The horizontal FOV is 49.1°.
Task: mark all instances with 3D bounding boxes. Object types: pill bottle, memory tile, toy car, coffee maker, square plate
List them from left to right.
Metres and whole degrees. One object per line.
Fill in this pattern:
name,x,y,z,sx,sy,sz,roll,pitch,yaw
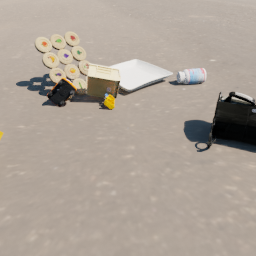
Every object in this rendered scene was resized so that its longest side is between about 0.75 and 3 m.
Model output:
memory tile,-2.169,-2.337,10.253,1.866,2.434,0.204,-26,0,-37
toy car,-1.553,-1.022,9.517,2.179,1.069,0.725,24,34,-11
square plate,0.194,-2.150,11.423,2.344,0.337,2.367,-24,39,-32
pill bottle,2.503,-2.044,11.093,1.065,0.579,0.579,-6,32,-10
coffee maker,3.148,-0.016,7.435,1.757,1.184,1.688,12,76,19

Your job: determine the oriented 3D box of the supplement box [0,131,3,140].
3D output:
supplement box,-3.606,0.384,6.010,1.192,1.175,0.791,35,30,-27

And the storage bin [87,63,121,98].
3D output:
storage bin,-0.846,-1.555,9.553,1.104,1.112,0.521,9,61,-6
